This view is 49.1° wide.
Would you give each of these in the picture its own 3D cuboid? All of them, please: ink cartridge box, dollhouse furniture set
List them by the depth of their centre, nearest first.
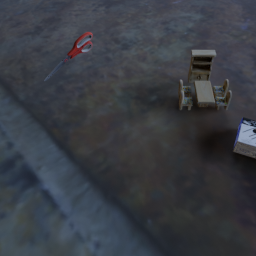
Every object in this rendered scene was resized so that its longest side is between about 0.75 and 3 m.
[{"bbox_3d":[4.042,0.474,7.491,2.171,0.480,1.021,18,49,17],"label":"ink cartridge box"},{"bbox_3d":[2.395,-1.513,8.896,1.502,1.138,1.714,1,49,3],"label":"dollhouse furniture set"}]

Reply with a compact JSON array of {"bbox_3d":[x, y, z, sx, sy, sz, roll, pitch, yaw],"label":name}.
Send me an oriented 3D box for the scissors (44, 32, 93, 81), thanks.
[{"bbox_3d":[-2.037,-2.436,9.435,2.209,0.808,0.154,-39,72,-15],"label":"scissors"}]
